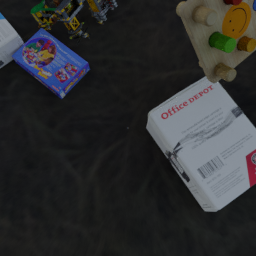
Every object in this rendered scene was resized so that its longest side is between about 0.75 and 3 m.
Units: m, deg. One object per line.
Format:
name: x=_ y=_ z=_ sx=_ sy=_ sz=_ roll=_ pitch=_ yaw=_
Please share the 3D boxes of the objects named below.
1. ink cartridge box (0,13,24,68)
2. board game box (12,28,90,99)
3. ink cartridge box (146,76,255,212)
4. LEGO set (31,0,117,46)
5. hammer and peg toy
ink cartridge box: x=-4.065 y=-2.083 z=7.477 sx=2.234 sy=0.758 sz=1.286 roll=-39 pitch=77 yaw=-10
board game box: x=-2.070 y=-1.760 z=7.577 sx=1.724 sy=0.386 sz=1.159 roll=39 pitch=77 yaw=10
ink cartridge box: x=1.878 y=0.346 z=6.594 sx=1.857 sy=1.066 sz=2.557 roll=-32 pitch=76 yaw=-9
LEGO set: x=-1.393 y=-3.260 z=7.792 sx=1.745 sy=1.315 sz=2.270 roll=10 pitch=62 yaw=33
hammer and peg toy: x=1.708 y=-2.102 z=4.608 sx=1.783 sy=2.425 sz=0.855 roll=-39 pitch=41 yaw=-1
